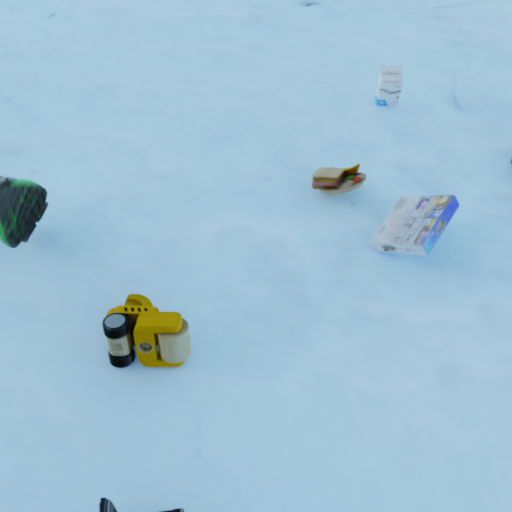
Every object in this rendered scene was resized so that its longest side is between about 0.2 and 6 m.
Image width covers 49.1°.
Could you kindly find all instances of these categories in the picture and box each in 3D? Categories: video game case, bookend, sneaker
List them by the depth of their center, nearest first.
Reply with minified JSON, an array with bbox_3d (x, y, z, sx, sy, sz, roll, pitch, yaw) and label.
[{"bbox_3d":[-0.770,3.775,6.316,1.968,0.906,1.955,-4,47,-4],"label":"bookend"},{"bbox_3d":[-4.253,-0.814,9.321,1.188,2.789,1.088,29,78,-17],"label":"sneaker"},{"bbox_3d":[2.877,-0.575,10.216,1.175,0.295,1.297,6,51,52],"label":"video game case"}]

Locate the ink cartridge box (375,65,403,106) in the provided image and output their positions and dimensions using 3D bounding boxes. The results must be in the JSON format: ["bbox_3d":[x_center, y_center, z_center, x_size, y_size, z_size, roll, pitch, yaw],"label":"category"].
[{"bbox_3d":[3.234,-4.115,13.572,0.539,0.931,0.311,2,48,2],"label":"ink cartridge box"}]

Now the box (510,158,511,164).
[{"bbox_3d":[7.138,-1.803,11.618,2.211,0.674,2.743,-26,53,-18],"label":"box"}]

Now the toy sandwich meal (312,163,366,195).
[{"bbox_3d":[1.674,-1.591,11.338,1.106,0.379,1.106,-14,25,7],"label":"toy sandwich meal"}]

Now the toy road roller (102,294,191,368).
[{"bbox_3d":[-1.703,1.117,8.831,1.407,0.864,1.027,2,36,2],"label":"toy road roller"}]
